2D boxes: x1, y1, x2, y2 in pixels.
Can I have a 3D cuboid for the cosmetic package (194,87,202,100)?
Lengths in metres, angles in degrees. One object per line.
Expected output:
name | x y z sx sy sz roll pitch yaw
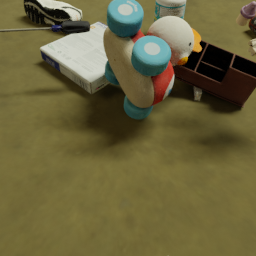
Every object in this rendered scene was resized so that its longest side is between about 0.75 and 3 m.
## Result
cosmetic package | 2.313 -1.299 9.320 0.196 0.320 0.775 3 48 6

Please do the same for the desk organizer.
desk organizer | 2.672 -1.889 8.949 2.842 1.094 1.019 25 48 8

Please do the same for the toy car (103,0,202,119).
toy car | 1.029 -2.158 8.042 2.969 2.737 2.626 -23 69 -15

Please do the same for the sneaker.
sneaker | -3.336 -5.121 12.413 2.930 1.080 1.172 26 41 16

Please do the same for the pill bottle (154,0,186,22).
pill bottle | 1.653 -4.657 11.102 1.181 2.132 1.181 0 47 0

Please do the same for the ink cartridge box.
ink cartridge box | -1.220 -2.741 10.416 2.854 0.629 2.906 36 56 28

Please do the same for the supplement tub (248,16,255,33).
supplement tub | 5.649 -4.109 11.575 0.712 0.712 1.332 -14 51 -12

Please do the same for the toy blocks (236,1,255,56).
toy blocks | 3.840 -2.643 6.254 2.086 1.756 1.950 -19 70 -19

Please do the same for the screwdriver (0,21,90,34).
screwdriver | -2.492 -2.958 8.328 2.737 0.382 0.398 -3 29 -3
